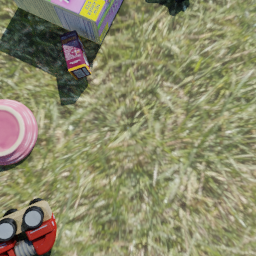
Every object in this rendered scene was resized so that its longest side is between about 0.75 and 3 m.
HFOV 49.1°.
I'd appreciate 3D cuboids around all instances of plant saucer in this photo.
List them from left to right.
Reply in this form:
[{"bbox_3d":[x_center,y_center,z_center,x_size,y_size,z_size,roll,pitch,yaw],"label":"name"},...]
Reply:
[{"bbox_3d":[-3.585,0.095,7.982,1.911,0.484,1.911,0,83,0],"label":"plant saucer"}]

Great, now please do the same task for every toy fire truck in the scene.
[{"bbox_3d":[-2.659,3.234,7.178,1.927,1.408,2.189,-23,96,-11],"label":"toy fire truck"}]

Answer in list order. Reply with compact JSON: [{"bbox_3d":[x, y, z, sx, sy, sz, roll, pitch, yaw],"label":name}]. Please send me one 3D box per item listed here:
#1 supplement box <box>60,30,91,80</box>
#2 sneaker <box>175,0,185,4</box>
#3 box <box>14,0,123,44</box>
[{"bbox_3d":[-1.498,-2.086,8.042,0.504,0.650,1.178,-18,76,5],"label":"supplement box"},{"bbox_3d":[1.361,-4.178,8.509,1.357,0.521,0.755,-5,74,-7],"label":"sneaker"},{"bbox_3d":[-1.588,-4.361,8.079,2.926,1.414,2.573,26,83,3],"label":"box"}]
